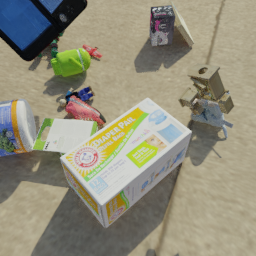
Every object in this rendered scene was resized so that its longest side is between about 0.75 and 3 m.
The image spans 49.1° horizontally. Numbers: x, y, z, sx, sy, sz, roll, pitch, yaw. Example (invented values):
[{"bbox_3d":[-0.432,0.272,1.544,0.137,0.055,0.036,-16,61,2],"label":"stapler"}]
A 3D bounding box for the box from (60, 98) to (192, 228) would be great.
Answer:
[{"bbox_3d":[-0.014,0.838,7.349,2.974,1.507,1.673,-36,61,-24],"label":"box"}]

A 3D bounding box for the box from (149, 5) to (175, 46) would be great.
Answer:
[{"bbox_3d":[1.331,-4.039,11.141,0.883,1.336,0.767,-7,54,-3],"label":"box"}]

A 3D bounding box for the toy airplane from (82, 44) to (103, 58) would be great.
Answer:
[{"bbox_3d":[-1.499,-2.896,11.014,0.984,0.181,0.984,2,57,-4],"label":"toy airplane"}]

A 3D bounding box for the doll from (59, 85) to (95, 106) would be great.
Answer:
[{"bbox_3d":[-1.771,-1.058,9.550,1.220,0.296,0.832,-26,66,-11],"label":"doll"}]

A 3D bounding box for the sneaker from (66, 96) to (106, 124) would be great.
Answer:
[{"bbox_3d":[-1.371,-0.421,9.034,1.493,0.550,0.647,31,82,18],"label":"sneaker"}]

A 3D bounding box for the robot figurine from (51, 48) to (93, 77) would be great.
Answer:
[{"bbox_3d":[-2.028,-2.390,10.202,1.476,0.854,1.295,-17,28,-11],"label":"robot figurine"}]

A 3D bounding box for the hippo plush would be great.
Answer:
[{"bbox_3d":[2.782,-0.751,8.758,1.506,1.200,1.211,29,59,20],"label":"hippo plush"}]

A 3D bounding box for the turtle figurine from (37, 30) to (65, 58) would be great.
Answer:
[{"bbox_3d":[-3.107,-3.719,11.146,1.477,0.993,1.972,-4,67,11],"label":"turtle figurine"}]

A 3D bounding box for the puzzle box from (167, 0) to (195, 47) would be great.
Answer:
[{"bbox_3d":[2.158,-4.307,11.518,0.230,1.205,1.811,-29,49,24],"label":"puzzle box"}]

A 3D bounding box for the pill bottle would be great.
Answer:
[{"bbox_3d":[-4.141,0.125,7.880,2.764,1.549,1.549,-10,54,-7],"label":"pill bottle"}]

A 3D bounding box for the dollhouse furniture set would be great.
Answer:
[{"bbox_3d":[1.607,-0.594,6.160,1.058,1.197,0.665,-47,39,-13],"label":"dollhouse furniture set"}]

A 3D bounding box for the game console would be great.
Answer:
[{"bbox_3d":[-2.948,-3.688,7.922,2.698,2.325,1.601,46,52,-21],"label":"game console"}]

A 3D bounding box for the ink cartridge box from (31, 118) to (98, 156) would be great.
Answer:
[{"bbox_3d":[-1.792,0.375,8.271,1.646,0.623,1.216,5,54,6],"label":"ink cartridge box"}]
